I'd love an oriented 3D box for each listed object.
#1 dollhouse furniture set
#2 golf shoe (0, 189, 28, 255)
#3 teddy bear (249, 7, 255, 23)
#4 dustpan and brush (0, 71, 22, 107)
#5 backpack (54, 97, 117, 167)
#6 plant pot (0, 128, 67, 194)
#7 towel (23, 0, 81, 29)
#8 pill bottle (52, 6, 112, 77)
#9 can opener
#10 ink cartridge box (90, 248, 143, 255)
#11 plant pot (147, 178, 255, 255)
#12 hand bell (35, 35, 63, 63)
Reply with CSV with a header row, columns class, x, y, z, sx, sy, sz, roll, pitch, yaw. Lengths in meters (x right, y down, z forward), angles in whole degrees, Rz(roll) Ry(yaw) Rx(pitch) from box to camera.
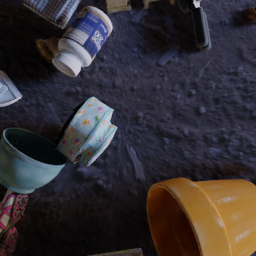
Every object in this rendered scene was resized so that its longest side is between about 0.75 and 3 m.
class,x,y,z,sx,sy,sz,roll,pitch,yaw
dollhouse furniture set,0.366,-5.873,10.528,2.669,1.881,1.870,-9,74,-1
golf shoe,-3.823,2.663,8.542,1.123,0.885,2.438,11,74,3
teddy bear,5.067,-4.410,10.969,0.644,0.296,0.888,-23,67,-14
dustpan and brush,-5.027,-1.090,9.792,2.088,0.598,1.457,-38,77,-10
backpack,-1.203,0.086,8.531,1.485,1.937,1.703,32,44,5
plant pot,-3.113,1.105,8.559,2.045,2.045,1.370,34,99,9
towel,-2.685,-5.082,10.219,1.845,0.954,2.228,34,98,-7
pill bottle,-1.656,-3.030,9.998,1.300,1.300,2.343,28,75,8
can opener,2.597,-4.199,10.763,0.909,0.720,2.735,-19,69,31
ink cartridge box,-0.590,4.877,8.100,2.333,0.548,2.305,-7,75,0
plant pot,2.327,2.633,7.741,2.663,2.909,2.909,-11,73,-20
hand bell,-2.441,-3.356,10.498,0.951,0.951,1.826,38,64,10
